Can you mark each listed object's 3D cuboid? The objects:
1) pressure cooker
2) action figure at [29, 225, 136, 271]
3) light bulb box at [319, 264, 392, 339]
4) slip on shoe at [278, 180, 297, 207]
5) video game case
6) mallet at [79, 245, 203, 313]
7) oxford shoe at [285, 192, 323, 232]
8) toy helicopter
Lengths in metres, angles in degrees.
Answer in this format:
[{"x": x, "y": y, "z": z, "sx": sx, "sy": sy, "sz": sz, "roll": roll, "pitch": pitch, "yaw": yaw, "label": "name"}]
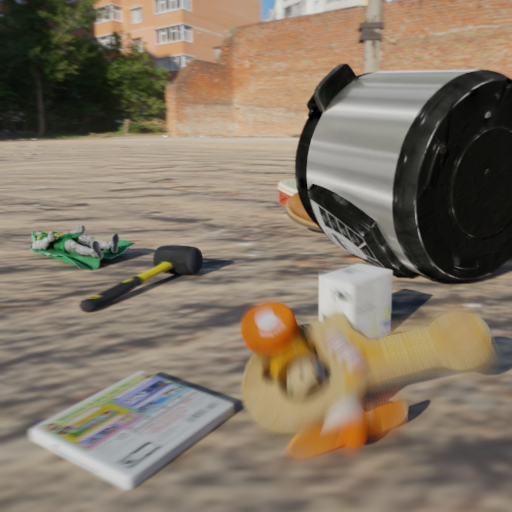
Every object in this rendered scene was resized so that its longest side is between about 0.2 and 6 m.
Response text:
[{"x": 2.403, "y": -1.395, "z": 9.091, "sx": 3.150, "sy": 3.102, "sz": 3.526, "roll": -5, "pitch": 18, "yaw": -30, "label": "pressure cooker"}, {"x": -3.251, "y": -0.214, "z": 9.701, "sx": 2.054, "sy": 0.562, "sz": 1.213, "roll": 6, "pitch": 19, "yaw": 34, "label": "action figure"}, {"x": 1.108, "y": 0.554, "z": 6.237, "sx": 0.758, "sy": 0.765, "sz": 0.477, "roll": -13, "pitch": 18, "yaw": -42, "label": "light bulb box"}, {"x": 1.281, "y": -1.065, "z": 12.629, "sx": 0.831, "sy": 0.686, "sz": 2.243, "roll": -14, "pitch": 33, "yaw": -35, "label": "slip on shoe"}, {"x": -0.967, "y": 1.338, "z": 4.526, "sx": 1.093, "sy": 0.132, "sz": 1.200, "roll": 10, "pitch": 19, "yaw": 33, "label": "video game case"}, {"x": -1.530, "y": 0.321, "z": 7.927, "sx": 0.729, "sy": 0.455, "sz": 2.213, "roll": -1, "pitch": 17, "yaw": 23, "label": "mallet"}, {"x": 2.238, "y": -1.226, "z": 11.427, "sx": 3.311, "sy": 1.180, "sz": 1.181, "roll": -3, "pitch": 50, "yaw": -5, "label": "oxford shoe"}, {"x": 0.860, "y": 0.922, "z": 4.455, "sx": 2.026, "sy": 0.799, "sz": 1.340, "roll": -15, "pitch": 36, "yaw": 9, "label": "toy helicopter"}]
